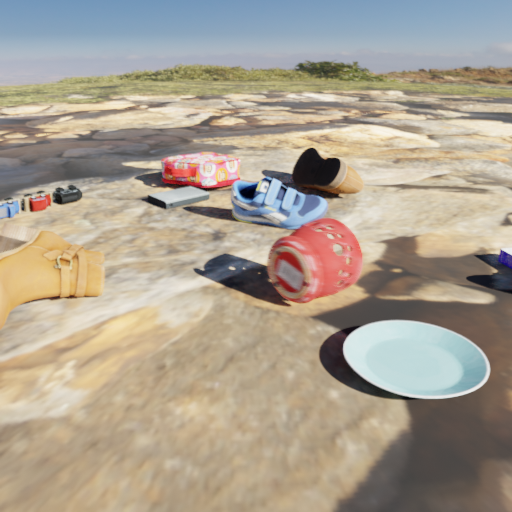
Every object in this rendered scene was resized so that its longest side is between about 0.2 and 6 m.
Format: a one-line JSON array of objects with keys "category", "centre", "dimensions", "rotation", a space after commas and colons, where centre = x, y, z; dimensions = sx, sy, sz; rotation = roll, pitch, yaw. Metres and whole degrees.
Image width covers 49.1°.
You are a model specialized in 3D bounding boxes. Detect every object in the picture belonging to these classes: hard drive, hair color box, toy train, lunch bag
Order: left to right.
[{"category": "toy train", "centre": [-5.364, -1.301, 13.692], "dimensions": [0.566, 0.421, 2.471], "rotation": [31, 35, 32]}, {"category": "hard drive", "centre": [-1.983, -1.500, 14.383], "dimensions": [1.309, 0.215, 0.914], "rotation": [-17, 27, -37]}, {"category": "lunch bag", "centre": [-1.622, -2.382, 15.577], "dimensions": [2.036, 0.834, 1.793], "rotation": [12, 21, 37]}, {"category": "hair color box", "centre": [4.955, 0.124, 10.290], "dimensions": [0.493, 0.292, 0.902], "rotation": [-5, 21, -13]}]

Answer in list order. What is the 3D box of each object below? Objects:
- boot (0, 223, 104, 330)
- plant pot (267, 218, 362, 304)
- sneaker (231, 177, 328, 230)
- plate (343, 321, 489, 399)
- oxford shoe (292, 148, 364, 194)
[{"category": "boot", "centre": [-3.337, 0.481, 8.884], "dimensions": [1.750, 0.865, 2.255], "rotation": [18, 32, -23]}, {"category": "plant pot", "centre": [0.898, 0.094, 8.984], "dimensions": [1.243, 1.243, 1.132], "rotation": [20, 28, 41]}, {"category": "sneaker", "centre": [0.443, -1.198, 12.416], "dimensions": [2.277, 0.936, 0.842], "rotation": [4, 48, 18]}, {"category": "plate", "centre": [2.046, 1.370, 7.298], "dimensions": [1.826, 0.233, 1.826], "rotation": [0, 23, 0]}, {"category": "oxford shoe", "centre": [1.894, -2.195, 15.435], "dimensions": [1.126, 1.127, 3.159], "rotation": [23, 10, -25]}]
